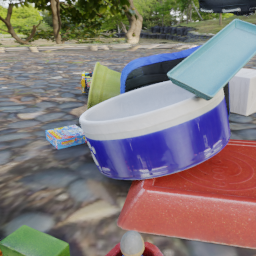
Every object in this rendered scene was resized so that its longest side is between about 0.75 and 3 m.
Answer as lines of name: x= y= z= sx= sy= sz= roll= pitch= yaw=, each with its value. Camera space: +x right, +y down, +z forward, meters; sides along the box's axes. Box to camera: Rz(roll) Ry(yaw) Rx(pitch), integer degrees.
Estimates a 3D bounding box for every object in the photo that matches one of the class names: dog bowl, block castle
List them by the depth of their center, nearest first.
block castle: x=-1.208 y=1.287 z=2.140 sx=2.654 sy=1.245 sz=1.774 roll=11 pitch=23 yaw=27
dog bowl: x=0.463 y=-0.107 z=4.936 sx=2.461 sy=0.969 sz=2.461 roll=-16 pitch=15 yaw=4

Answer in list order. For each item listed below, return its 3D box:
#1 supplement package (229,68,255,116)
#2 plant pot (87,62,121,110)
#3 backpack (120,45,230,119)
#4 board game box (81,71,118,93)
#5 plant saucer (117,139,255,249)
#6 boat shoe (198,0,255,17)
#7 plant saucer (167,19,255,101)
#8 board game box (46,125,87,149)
supplement package: x=3.350 y=-1.318 z=9.277 sx=1.206 sy=1.221 sz=2.013 roll=-21 pitch=29 yaw=-35
plant pot: x=-0.327 y=-1.032 z=8.402 sx=1.504 sy=1.636 sz=1.636 roll=11 pitch=20 yaw=-3
backpack: x=1.044 y=-0.919 z=7.252 sx=2.510 sy=2.040 sz=2.106 roll=-14 pitch=18 yaw=-5
board game box: x=-1.055 y=-1.833 z=10.960 sx=1.524 sy=0.523 sz=1.844 roll=-4 pitch=20 yaw=-8
plant saucer: x=1.467 y=0.770 z=4.672 sx=2.785 sy=0.511 sz=2.780 roll=4 pitch=20 yaw=12
boat shoe: x=3.274 y=-3.662 z=7.977 sx=1.088 sy=0.868 sz=2.878 roll=-37 pitch=45 yaw=-21
plant saucer: x=1.420 y=-1.056 z=4.107 sx=0.705 sy=0.191 sz=2.016 roll=32 pitch=55 yaw=26
board game box: x=-1.447 y=0.196 z=6.646 sx=0.774 sy=0.221 sz=0.791 roll=-13 pitch=23 yaw=-32
